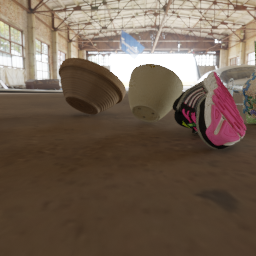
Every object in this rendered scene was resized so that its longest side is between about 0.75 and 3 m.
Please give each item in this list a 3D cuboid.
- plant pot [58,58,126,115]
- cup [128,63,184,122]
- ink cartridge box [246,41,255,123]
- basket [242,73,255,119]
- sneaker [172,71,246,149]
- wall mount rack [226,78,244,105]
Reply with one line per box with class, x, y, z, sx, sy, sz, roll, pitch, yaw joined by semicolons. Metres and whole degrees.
plant pot;-1.555;-1.388;10.915;2.745;1.267;2.745;18;-20;7
cup;0.705;-0.927;8.672;1.757;1.256;1.757;17;-28;9
ink cartridge box;4.493;-1.379;8.621;1.757;2.414;0.579;-2;-2;-14
basket;3.890;-0.694;7.334;1.629;1.436;1.133;16;59;34
sneaker;1.627;-0.273;6.108;1.283;1.082;2.932;-36;15;26
wall mount rack;3.912;-1.144;10.081;1.123;1.292;0.482;-19;28;-38
